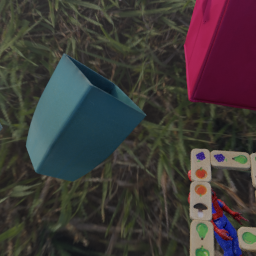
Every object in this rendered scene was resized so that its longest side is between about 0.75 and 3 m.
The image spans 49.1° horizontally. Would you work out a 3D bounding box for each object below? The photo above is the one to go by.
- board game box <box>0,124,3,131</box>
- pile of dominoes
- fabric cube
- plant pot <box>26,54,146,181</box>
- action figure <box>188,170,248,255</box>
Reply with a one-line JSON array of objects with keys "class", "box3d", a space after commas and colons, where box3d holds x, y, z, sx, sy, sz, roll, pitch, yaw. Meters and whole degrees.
[{"class": "board game box", "box3d": [-4.004, 0.336, 6.374, 1.333, 0.581, 1.807, 7, 44, 14]}, {"class": "pile of dominoes", "box3d": [2.040, 1.449, 3.964, 2.260, 0.462, 2.899, 2, 51, 10]}, {"class": "fabric cube", "box3d": [3.002, -2.314, 6.362, 2.809, 2.854, 2.864, 9, 44, -2]}, {"class": "plant pot", "box3d": [-1.092, -0.052, 5.875, 2.161, 1.528, 1.527, -53, 44, 11]}, {"class": "action figure", "box3d": [1.709, 1.768, 5.062, 0.744, 0.588, 2.275, -24, 82, -46]}]
